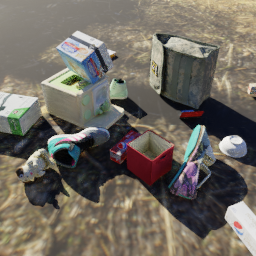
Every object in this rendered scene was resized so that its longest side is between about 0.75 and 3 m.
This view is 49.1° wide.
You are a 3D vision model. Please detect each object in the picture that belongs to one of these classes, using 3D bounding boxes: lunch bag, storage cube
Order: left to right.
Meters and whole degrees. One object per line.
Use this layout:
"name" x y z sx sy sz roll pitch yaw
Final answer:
"storage cube" 0.684 0.914 8.857 1.050 1.104 1.228 -31 47 -33
"lunch bag" 2.143 -2.585 12.205 2.980 2.444 1.752 26 45 29

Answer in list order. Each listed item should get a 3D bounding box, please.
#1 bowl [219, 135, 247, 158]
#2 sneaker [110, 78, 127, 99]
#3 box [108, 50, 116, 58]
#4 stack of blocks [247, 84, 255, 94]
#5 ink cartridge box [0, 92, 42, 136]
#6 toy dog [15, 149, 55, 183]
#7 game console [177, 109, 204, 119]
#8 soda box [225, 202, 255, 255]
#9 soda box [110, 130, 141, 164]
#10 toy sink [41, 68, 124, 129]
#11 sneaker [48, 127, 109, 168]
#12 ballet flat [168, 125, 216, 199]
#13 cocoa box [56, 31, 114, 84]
"bowl" 3.740 0.565 9.851 0.952 0.428 0.952 1 38 0
"sneaker" -0.850 -1.760 12.370 1.633 0.963 0.601 -4 40 -4
"box" -1.172 -4.230 16.126 0.622 0.217 1.045 23 46 27
"stack of blocks" 5.939 -1.698 12.621 0.965 0.556 0.283 0 38 0
"ink cartridge box" -4.706 -0.605 10.966 2.074 0.862 1.521 9 39 11
"toy dog" -3.024 1.224 8.796 1.015 0.730 1.047 5 37 29
"game console" 2.504 -0.674 11.336 0.900 0.534 0.776 -3 39 -4
"soda box" 3.159 2.669 7.080 0.496 0.531 1.558 -14 41 -17
"soda box" -0.072 0.641 9.747 0.467 0.423 1.334 23 43 25
"toy sink" -1.733 -1.235 11.201 2.796 1.567 1.823 23 44 25
"sneaker" -1.620 0.663 9.306 2.138 0.894 1.291 -13 34 -3
"ballet flat" 2.193 1.102 8.892 1.018 0.989 2.860 29 49 6
"cocoa box" -1.634 -2.684 10.613 1.145 1.164 1.745 -44 53 -15
